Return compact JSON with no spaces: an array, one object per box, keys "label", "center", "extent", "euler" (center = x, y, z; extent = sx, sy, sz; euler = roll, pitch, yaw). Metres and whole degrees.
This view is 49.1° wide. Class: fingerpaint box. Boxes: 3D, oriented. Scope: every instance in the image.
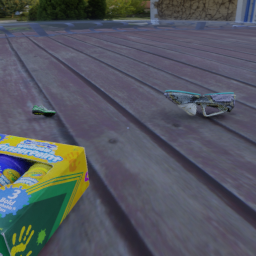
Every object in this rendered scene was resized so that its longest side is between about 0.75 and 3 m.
[{"label":"fingerpaint box","center":[-2.436,1.087,5.125],"extent":[2.697,0.989,2.250],"euler":[8,29,19]}]

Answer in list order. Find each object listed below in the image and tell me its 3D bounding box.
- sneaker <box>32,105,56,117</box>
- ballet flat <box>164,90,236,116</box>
[{"label":"sneaker","center":[-2.809,-0.596,9.419],"extent":[0.781,0.305,0.333],"euler":[11,56,-29]},{"label":"ballet flat","center":[2.422,-0.815,9.396],"extent":[2.472,0.889,0.889],"euler":[2,25,-6]}]
